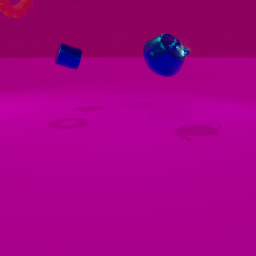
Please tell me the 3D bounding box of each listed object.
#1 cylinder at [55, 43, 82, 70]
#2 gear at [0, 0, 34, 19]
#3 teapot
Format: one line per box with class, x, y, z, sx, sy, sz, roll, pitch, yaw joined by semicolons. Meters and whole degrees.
cylinder;-2.230;-2.667;10.470;0.811;0.811;0.811;13;9;-25
gear;-3.365;-3.944;8.421;0.233;1.262;1.262;37;28;16
teapot;0.999;-2.016;7.531;1.953;1.214;0.956;-12;-19;-41
